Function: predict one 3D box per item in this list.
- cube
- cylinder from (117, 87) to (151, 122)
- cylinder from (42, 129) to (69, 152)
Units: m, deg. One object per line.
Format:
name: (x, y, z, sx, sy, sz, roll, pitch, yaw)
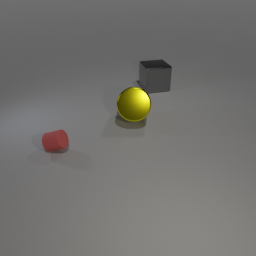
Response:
cube: (1.467, -2.857, 15.403, 1.400, 1.400, 1.400, -8, 31, -13)
cylinder: (0.243, -1.041, 11.898, 1.400, 1.400, 1.400, 0, 9, 0)
cylinder: (-2.644, 0.461, 10.217, 0.700, 0.700, 0.700, -13, 26, 20)
